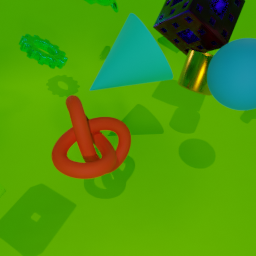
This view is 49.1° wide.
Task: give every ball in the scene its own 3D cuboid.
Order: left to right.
[{"bbox_3d":[1.607,-0.736,3.897,0.981,0.981,0.981,0,42,0],"label":"ball"}]

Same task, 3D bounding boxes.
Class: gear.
[{"bbox_3d":[-2.421,-2.212,8.078,1.354,0.250,1.354,28,27,-16],"label":"gear"}]

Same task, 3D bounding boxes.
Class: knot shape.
[{"bbox_3d":[-0.644,0.280,4.731,1.592,0.736,1.490,45,34,-18],"label":"knot shape"}]

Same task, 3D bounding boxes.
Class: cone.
[{"bbox_3d":[-0.143,-1.148,5.438,1.463,1.458,1.458,-34,46,5],"label":"cone"}]

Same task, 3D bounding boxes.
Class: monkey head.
[{"bbox_3d":[-0.794,-4.368,8.287,1.159,1.923,1.383,1,63,9],"label":"monkey head"}]

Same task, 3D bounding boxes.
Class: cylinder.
[{"bbox_3d":[1.571,-1.207,6.025,0.800,0.800,0.800,16,20,-6],"label":"cylinder"}]

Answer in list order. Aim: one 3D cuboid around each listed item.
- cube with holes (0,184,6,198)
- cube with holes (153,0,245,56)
[{"bbox_3d":[-2.211,0.696,2.896,1.115,1.115,1.115,29,62,5],"label":"cube with holes"},{"bbox_3d":[1.544,-2.497,6.157,1.192,1.192,1.192,4,67,60],"label":"cube with holes"}]
